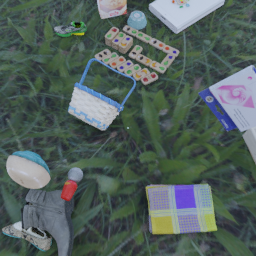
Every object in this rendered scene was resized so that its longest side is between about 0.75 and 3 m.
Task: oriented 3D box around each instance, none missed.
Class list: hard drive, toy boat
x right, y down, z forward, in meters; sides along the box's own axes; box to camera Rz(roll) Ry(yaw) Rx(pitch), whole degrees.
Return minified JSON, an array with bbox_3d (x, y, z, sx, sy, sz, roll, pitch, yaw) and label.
[{"bbox_3d":[2.516,-5.288,11.978,2.732,0.359,1.802,-35,70,-15],"label":"hard drive"},{"bbox_3d":[-1.732,0.938,5.843,1.509,1.269,0.701,23,61,-7],"label":"toy boat"}]

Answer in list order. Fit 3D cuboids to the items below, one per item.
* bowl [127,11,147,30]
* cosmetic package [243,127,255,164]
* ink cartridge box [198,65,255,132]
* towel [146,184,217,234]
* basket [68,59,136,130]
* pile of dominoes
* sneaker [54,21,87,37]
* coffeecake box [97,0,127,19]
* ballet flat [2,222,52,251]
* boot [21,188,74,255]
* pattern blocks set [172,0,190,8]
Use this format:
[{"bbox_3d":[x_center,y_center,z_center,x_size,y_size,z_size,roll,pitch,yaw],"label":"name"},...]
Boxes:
[{"bbox_3d":[0.384,-4.515,11.573,0.815,0.427,0.815,1,65,-1],"label":"bowl"},{"bbox_3d":[4.586,0.857,8.865,1.016,0.718,1.963,-12,64,-6],"label":"cosmetic package"},{"bbox_3d":[2.380,-0.511,6.012,1.267,1.291,0.280,47,41,-18],"label":"ink cartridge box"},{"bbox_3d":[1.568,2.399,8.401,2.030,0.231,1.458,-1,64,0],"label":"towel"},{"bbox_3d":[-0.939,-1.099,9.299,1.785,1.408,2.024,30,96,13],"label":"basket"},{"bbox_3d":[0.324,-2.954,10.827,2.740,0.436,2.135,30,68,14],"label":"pile of dominoes"},{"bbox_3d":[-2.342,-4.058,11.280,1.319,0.562,0.515,-8,65,-3],"label":"sneaker"},{"bbox_3d":[-0.669,-5.266,11.346,1.125,1.466,0.536,-15,65,-6],"label":"coffeecake box"},{"bbox_3d":[-2.811,2.948,7.963,1.481,0.502,0.558,21,94,7],"label":"ballet flat"},{"bbox_3d":[-2.258,2.740,7.819,1.437,0.745,2.200,2,56,-15],"label":"boot"},{"bbox_3d":[2.223,-5.394,11.781,0.791,0.073,0.900,-7,65,-3],"label":"pattern blocks set"}]
